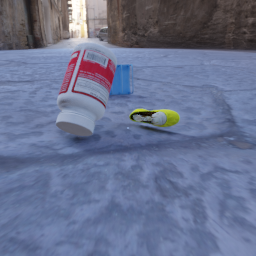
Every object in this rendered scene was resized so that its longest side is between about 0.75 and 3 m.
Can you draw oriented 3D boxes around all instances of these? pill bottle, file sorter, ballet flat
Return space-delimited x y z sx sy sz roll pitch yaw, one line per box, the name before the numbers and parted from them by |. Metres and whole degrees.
pill bottle | -1.212 -1.078 8.025 1.370 2.441 1.370 12 -19 4
file sorter | -0.809 -2.169 12.561 2.007 1.393 1.231 -3 8 -9
ballet flat | 0.736 -0.293 8.475 1.639 0.548 0.549 8 15 36
